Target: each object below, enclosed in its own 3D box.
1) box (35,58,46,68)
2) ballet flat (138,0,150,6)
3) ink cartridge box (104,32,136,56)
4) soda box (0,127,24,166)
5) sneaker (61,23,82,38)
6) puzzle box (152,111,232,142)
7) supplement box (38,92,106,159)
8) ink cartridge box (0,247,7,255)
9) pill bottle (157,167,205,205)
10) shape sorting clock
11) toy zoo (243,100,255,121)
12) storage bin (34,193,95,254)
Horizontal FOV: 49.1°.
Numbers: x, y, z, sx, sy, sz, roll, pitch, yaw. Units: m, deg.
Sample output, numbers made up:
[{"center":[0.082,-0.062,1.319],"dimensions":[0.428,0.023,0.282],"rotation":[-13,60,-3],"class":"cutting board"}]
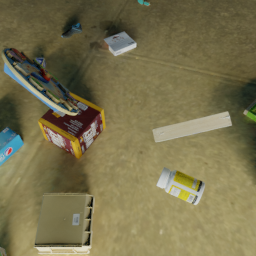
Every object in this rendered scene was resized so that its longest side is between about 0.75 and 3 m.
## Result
[{"center":[-4.245,-2.755,13.232],"dimensions":[0.448,0.411,1.279],"rotation":[2,55,2],"class":"box"},{"center":[0.975,-7.505,16.770],"dimensions":[0.843,0.297,0.275],"rotation":[33,35,18],"class":"ballet flat"},{"center":[-0.419,-4.372,14.461],"dimensions":[1.312,0.293,1.156],"rotation":[-27,59,-19],"class":"ink cartridge box"},{"center":[-4.945,0.976,10.370],"dimensions":[0.669,0.707,2.085],"rotation":[30,60,20],"class":"soda box"},{"center":[-3.025,-5.200,14.934],"dimensions":[1.215,0.498,0.445],"rotation":[-32,61,-20],"class":"sneaker"},{"center":[1.813,0.001,7.920],"dimensions":[1.856,2.790,0.355],"rotation":[-13,86,13],"class":"puzzle box"},{"center":[-2.114,-0.137,10.867],"dimensions":[1.769,1.191,1.793],"rotation":[27,59,18],"class":"supplement box"},{"center":[-3.809,3.846,8.125],"dimensions":[0.385,1.016,0.751],"rotation":[-27,59,-18],"class":"ink cartridge box"},{"center":[1.338,1.459,7.186],"dimensions":[1.106,0.632,0.632],"rotation":[23,57,10],"class":"pill bottle"},{"center":[-2.701,-1.513,9.012],"dimensions":[0.581,2.962,2.962],"rotation":[-49,62,10],"class":"shape sorting clock"},{"center":[6.523,-0.393,11.610],"dimensions":[1.837,0.287,2.800],"rotation":[-37,62,-24],"class":"toy zoo"},{"center":[-1.944,2.994,8.886],"dimensions":[1.690,0.798,1.702],"rotation":[0,54,0],"class":"storage bin"}]
